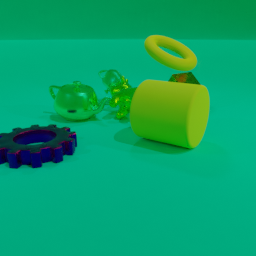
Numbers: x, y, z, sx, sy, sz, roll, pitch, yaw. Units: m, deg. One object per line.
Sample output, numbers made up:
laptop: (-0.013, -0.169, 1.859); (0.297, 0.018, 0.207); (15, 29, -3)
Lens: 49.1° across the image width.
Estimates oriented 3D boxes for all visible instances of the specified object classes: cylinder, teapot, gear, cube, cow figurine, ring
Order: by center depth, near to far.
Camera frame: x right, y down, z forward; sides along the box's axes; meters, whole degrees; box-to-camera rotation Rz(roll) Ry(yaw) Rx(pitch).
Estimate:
gear: (-1.945, 0.330, 5.912); (1.685, 0.312, 1.685); (0, 19, 0)
cylinder: (0.945, -0.337, 6.221); (1.348, 1.348, 1.348); (12, 22, 31)
teapot: (-1.402, -0.817, 7.998); (2.093, 1.025, 1.301); (17, 30, 20)
cow figurine: (0.065, -0.949, 8.235); (1.541, 0.846, 1.516); (-5, 38, 37)
ring: (1.343, -2.370, 8.791); (1.770, 0.354, 1.770); (16, 38, -13)
cube: (1.751, -1.186, 8.977); (0.833, 0.833, 0.833); (-14, 62, -32)
teapot: (-0.446, -1.437, 9.609); (1.618, 0.792, 1.006); (48, -3, 17)
